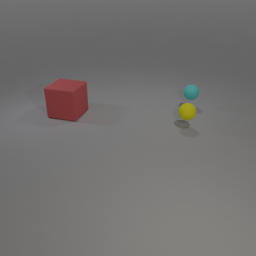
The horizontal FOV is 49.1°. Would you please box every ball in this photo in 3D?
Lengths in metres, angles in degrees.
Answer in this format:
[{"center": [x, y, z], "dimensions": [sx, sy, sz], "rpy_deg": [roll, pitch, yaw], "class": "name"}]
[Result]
[{"center": [2.389, -0.653, 11.288], "dimensions": [0.700, 0.700, 0.700], "rpy_deg": [0, 28, 0], "class": "ball"}, {"center": [2.906, -1.633, 12.868], "dimensions": [0.700, 0.700, 0.700], "rpy_deg": [0, 28, 0], "class": "ball"}]

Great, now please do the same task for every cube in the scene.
[{"center": [-2.718, -1.290, 12.548], "dimensions": [1.400, 1.400, 1.400], "rpy_deg": [8, 29, 14], "class": "cube"}]
